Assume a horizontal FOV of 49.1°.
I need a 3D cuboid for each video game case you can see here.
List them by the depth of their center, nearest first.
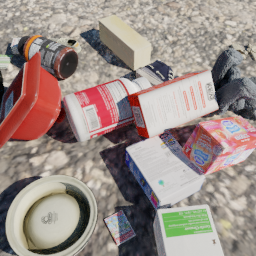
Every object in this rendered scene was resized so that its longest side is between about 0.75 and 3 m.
[{"bbox_3d":[-0.223,2.715,7.651,0.564,0.069,0.789,-24,55,-17],"label":"video game case"}]

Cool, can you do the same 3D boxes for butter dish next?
[{"bbox_3d":[-2.948,-0.704,9.273,1.896,2.559,2.566,25,36,-36],"label":"butter dish"}]

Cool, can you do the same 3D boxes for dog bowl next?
[{"bbox_3d":[-1.907,2.436,7.376,2.314,0.853,2.314,0,53,0],"label":"dog bowl"}]

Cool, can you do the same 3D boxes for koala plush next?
[{"bbox_3d":[4.044,-1.277,9.910,2.312,2.125,2.050,7,53,-21],"label":"koala plush"}]

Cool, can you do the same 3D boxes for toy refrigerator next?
[{"bbox_3d":[-0.148,-3.744,12.099,0.950,1.031,2.715,-28,56,-21],"label":"toy refrigerator"}]

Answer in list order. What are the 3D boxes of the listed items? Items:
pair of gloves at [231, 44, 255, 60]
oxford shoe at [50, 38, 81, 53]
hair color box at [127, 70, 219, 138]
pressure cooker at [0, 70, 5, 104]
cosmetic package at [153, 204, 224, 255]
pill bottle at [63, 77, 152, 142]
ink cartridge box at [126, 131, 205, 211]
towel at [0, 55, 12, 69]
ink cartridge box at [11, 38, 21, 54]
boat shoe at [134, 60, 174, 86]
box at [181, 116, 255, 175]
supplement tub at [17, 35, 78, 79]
[{"bbox_3d":[5.251,-3.394,12.344,1.237,0.217,1.052,3,52,1],"label":"pair of gloves"},{"bbox_3d":[-2.873,-3.799,12.492,1.709,0.493,0.642,19,57,17],"label":"oxford shoe"},{"bbox_3d":[1.474,-0.810,8.911,2.717,1.379,0.832,-21,14,-20],"label":"hair color box"},{"bbox_3d":[-5.677,-1.518,9.885,2.064,1.844,1.816,-5,16,-4],"label":"pressure cooker"},{"bbox_3d":[1.501,3.270,6.567,1.387,1.094,2.578,-5,51,-7],"label":"cosmetic package"},{"bbox_3d":[-0.590,-0.730,9.383,2.835,1.591,1.591,-20,55,-16],"label":"pill bottle"},{"bbox_3d":[0.950,1.091,8.394,1.570,0.879,2.302,-22,56,-19],"label":"ink cartridge box"},{"bbox_3d":[-5.353,-2.841,11.992,0.631,0.130,0.846,2,50,-1],"label":"towel"},{"bbox_3d":[-4.636,-3.665,12.438,0.940,0.396,0.687,-4,52,-3],"label":"ink cartridge box"},{"bbox_3d":[1.457,-1.665,10.476,1.212,0.976,2.614,-35,59,-16],"label":"boat shoe"},{"bbox_3d":[2.819,0.459,8.260,2.206,1.132,1.044,-9,47,-38],"label":"box"},{"bbox_3d":[-3.294,-2.959,11.337,2.412,1.290,1.290,26,56,20],"label":"supplement tub"}]
